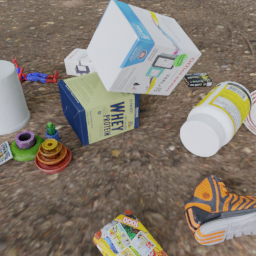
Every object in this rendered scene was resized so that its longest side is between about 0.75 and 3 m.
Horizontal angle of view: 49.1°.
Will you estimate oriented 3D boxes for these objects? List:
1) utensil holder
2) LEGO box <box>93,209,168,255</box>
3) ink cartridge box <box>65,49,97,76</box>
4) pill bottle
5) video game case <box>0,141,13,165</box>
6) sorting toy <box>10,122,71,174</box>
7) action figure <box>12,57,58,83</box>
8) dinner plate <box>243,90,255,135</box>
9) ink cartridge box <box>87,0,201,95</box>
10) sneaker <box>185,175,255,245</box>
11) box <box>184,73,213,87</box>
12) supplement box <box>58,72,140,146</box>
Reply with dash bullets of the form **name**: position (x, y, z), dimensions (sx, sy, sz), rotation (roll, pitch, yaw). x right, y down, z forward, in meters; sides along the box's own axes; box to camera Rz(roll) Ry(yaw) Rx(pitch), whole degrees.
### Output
- **utensil holder**: position (-4.649, -1.116, 10.054), dimensions (1.802, 2.121, 1.802), rotation (0, 38, 0)
- **LEGO box**: position (0.035, 2.720, 6.333), dimensions (1.020, 0.528, 1.369), rotation (-30, 62, -31)
- **ink cartridge box**: position (-1.891, -3.128, 13.564), dimensions (1.907, 0.804, 1.381), rotation (10, 40, 12)
- **pill bottle**: position (3.002, -0.339, 9.518), dimensions (1.587, 1.587, 2.777), rotation (26, 46, 28)
- **video game case**: position (-4.138, 0.879, 9.028), dimensions (0.742, 0.094, 0.814), rotation (-33, 46, -9)
- **sorting toy**: position (-2.792, 0.488, 8.982), dimensions (2.347, 0.963, 1.410), rotation (21, 44, 24)
- **action figure**: position (-4.454, -2.589, 12.720), dimensions (2.312, 1.144, 0.755), rotation (-5, 39, -2)
- **dinner plate**: position (5.513, -0.507, 10.288), dimensions (2.590, 0.314, 2.590), rotation (-9, 53, 12)
- **ink cartridge box**: position (0.495, -2.488, 9.198), dimensions (2.726, 2.000, 1.991), rotation (-2, 52, -38)
- **sneaker**: position (2.811, 1.857, 7.203), dimensions (2.822, 1.095, 1.581), rotation (-7, 41, -9)
- **box**: position (3.205, -2.194, 12.848), dimensions (1.093, 0.268, 0.881), rotation (-4, 36, -4)
- **supplement box**: position (-1.060, -0.861, 10.218), dimensions (2.228, 1.498, 2.231), rotation (-19, 43, -22)
